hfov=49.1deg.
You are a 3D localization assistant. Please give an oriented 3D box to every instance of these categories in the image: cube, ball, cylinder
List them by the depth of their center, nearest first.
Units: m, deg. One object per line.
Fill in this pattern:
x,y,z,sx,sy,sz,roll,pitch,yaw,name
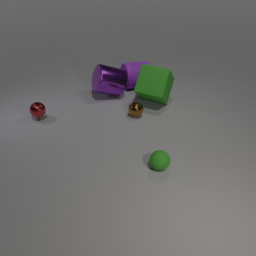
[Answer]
1.081,1.091,9.473,0.700,0.700,0.700,0,31,0,ball
-3.988,-0.803,12.384,0.700,0.700,0.700,0,31,0,ball
0.358,-0.841,12.708,0.700,0.700,0.700,0,31,0,ball
1.284,-2.076,13.428,1.400,1.400,1.400,16,-3,19,cube
-0.964,-2.411,14.196,1.400,1.400,1.400,7,26,-27,cylinder
0.437,-2.922,15.443,1.400,1.400,1.400,-9,32,-18,cylinder
